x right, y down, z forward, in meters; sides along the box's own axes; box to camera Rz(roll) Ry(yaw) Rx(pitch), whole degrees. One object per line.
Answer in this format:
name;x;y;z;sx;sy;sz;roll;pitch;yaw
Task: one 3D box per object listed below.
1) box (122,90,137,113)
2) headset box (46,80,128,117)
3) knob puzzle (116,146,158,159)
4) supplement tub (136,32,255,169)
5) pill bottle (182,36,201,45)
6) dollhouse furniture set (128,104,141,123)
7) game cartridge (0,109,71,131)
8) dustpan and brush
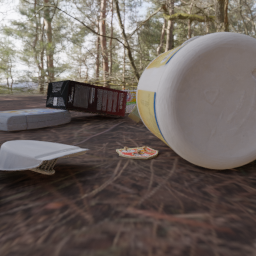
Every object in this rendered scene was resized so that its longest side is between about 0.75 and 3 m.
box;0.595;-1.311;13.736;2.157;1.093;1.213;-1;7;-3
headset box;-1.562;-1.134;11.368;2.869;1.076;2.132;6;1;-35
knob puzzle;0.215;0.447;5.345;0.877;0.122;0.877;0;8;0
supplement tub;1.293;-0.564;5.399;2.084;2.084;2.881;-1;9;-7
pill bottle;2.412;-1.817;9.333;1.245;1.245;2.289;3;-27;20
dollhouse furniture set;1.267;-0.795;10.018;1.655;1.041;1.872;35;52;-3
game cartridge;-3.268;-0.322;9.284;1.792;0.559;2.691;0;7;29
dustpan and brush;-1.709;0.471;4.317;1.879;0.538;1.311;10;5;17
